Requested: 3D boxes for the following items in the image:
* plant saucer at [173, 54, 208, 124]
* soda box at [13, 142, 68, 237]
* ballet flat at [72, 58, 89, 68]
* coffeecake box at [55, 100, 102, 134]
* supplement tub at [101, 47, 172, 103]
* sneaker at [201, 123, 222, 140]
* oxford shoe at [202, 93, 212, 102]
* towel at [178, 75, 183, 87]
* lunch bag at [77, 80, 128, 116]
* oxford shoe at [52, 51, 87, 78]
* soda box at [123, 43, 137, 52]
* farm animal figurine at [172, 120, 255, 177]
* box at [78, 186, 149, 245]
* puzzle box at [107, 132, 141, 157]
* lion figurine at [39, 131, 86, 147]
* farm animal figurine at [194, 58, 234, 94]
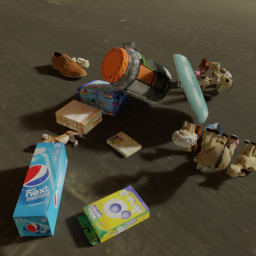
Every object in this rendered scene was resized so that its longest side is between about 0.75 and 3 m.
[{"bbox_3d":[2.484,-1.558,10.761,0.395,2.880,2.880,-22,33,20],"label":"plant saucer"},{"bbox_3d":[-2.483,1.687,8.326,0.904,0.955,2.816,-1,38,-2],"label":"soda box"},{"bbox_3d":[-2.853,-3.686,15.596,1.437,0.499,0.499,10,39,13],"label":"ballet flat"},{"bbox_3d":[-1.990,-0.474,11.426,1.483,0.542,1.138,21,43,25],"label":"coffeecake box"},{"bbox_3d":[0.358,-2.186,11.709,2.809,1.721,1.721,17,22,-42],"label":"supplement tub"},{"bbox_3d":[3.005,0.434,10.362,0.624,0.613,1.620,-4,32,36],"label":"sneaker"},{"bbox_3d":[3.367,-1.490,12.871,1.032,0.375,0.436,14,39,18],"label":"oxford shoe"},{"bbox_3d":[2.669,-2.450,13.901,0.323,0.624,0.754,7,38,18],"label":"towel"},{"bbox_3d":[-0.992,-1.632,12.618,1.714,1.071,2.277,11,33,14],"label":"lunch bag"},{"bbox_3d":[-3.229,-3.375,14.853,2.625,0.936,0.936,29,45,30],"label":"oxford shoe"},{"bbox_3d":[0.150,-4.201,16.084,0.746,0.668,2.109,-4,38,-3],"label":"soda box"},{"bbox_3d":[2.857,0.834,8.967,2.747,1.432,2.717,19,3,19],"label":"farm animal figurine"},{"bbox_3d":[-0.425,2.410,7.853,1.793,0.434,1.052,-22,43,-23],"label":"box"},{"bbox_3d":[-0.151,0.591,10.393,0.752,0.144,1.131,-29,46,-31],"label":"puzzle box"},{"bbox_3d":[-2.421,0.414,10.413,1.522,0.552,0.932,-15,31,-40],"label":"lion figurine"},{"bbox_3d":[4.042,-2.446,13.035,2.048,1.080,2.071,29,48,-10],"label":"farm animal figurine"}]
